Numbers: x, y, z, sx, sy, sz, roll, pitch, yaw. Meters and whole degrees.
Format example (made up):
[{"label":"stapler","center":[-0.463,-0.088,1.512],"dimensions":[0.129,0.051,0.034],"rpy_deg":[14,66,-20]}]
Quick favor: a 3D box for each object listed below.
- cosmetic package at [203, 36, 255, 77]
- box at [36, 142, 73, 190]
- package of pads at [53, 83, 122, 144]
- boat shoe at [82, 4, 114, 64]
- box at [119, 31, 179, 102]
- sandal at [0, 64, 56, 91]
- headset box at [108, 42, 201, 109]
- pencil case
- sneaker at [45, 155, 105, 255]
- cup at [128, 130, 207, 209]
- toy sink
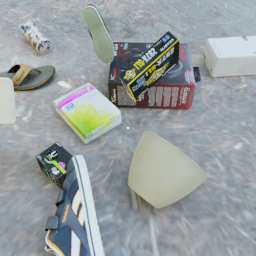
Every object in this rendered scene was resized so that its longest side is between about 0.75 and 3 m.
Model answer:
[{"label":"cosmetic package","center":[4.071,-2.567,9.946],"dimensions":[2.441,0.904,1.241],"rpy_deg":[-4,49,-5]},{"label":"box","center":[-1.749,0.958,7.135],"dimensions":[0.936,0.582,0.695],"rpy_deg":[35,58,27]},{"label":"package of pads","center":[-1.177,-0.487,8.361],"dimensions":[1.355,0.598,1.755],"rpy_deg":[-32,57,-23]},{"label":"boat shoe","center":[-0.791,-2.662,7.948],"dimensions":[0.592,1.660,0.500],"rpy_deg":[-14,35,10]},{"label":"box","center":[0.576,-1.492,7.070],"dimensions":[1.628,1.300,0.402],"rpy_deg":[-42,74,-1]},{"label":"sandal","center":[-3.736,-1.796,9.411],"dimensions":[2.526,0.689,1.032],"rpy_deg":[-5,50,-4]},{"label":"headset box","center":[0.877,-1.739,9.088],"dimensions":[2.885,1.082,2.145],"rpy_deg":[2,50,2]},{"label":"pencil case","center":[-3.552,-3.500,10.848],"dimensions":[0.636,0.731,1.634],"rpy_deg":[-28,56,-22]},{"label":"sneaker","center":[-1.192,1.903,5.839],"dimensions":[1.124,1.110,2.831],"rpy_deg":[-9,59,-10]},{"label":"cup","center":[0.728,1.082,6.478],"dimensions":[1.768,1.768,1.265],"rpy_deg":[35,83,26]},{"label":"toy sink","center":[-2.917,-0.598,5.865],"dimensions":[1.390,0.906,0.779],"rpy_deg":[-1,13,3]}]
